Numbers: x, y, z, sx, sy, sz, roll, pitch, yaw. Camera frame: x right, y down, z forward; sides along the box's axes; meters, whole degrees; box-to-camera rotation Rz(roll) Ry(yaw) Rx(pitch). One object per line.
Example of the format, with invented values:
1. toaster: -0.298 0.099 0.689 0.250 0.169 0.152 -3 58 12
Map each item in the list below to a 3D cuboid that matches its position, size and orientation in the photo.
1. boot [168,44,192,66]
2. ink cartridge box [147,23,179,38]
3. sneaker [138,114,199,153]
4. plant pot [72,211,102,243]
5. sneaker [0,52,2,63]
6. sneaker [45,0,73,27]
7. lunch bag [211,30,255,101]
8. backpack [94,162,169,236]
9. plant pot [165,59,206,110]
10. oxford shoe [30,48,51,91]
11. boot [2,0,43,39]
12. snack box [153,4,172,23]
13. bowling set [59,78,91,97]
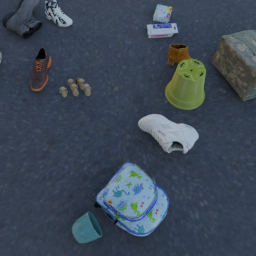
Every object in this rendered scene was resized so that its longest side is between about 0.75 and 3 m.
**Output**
1. boot: 2.406 -2.957 11.639 1.503 1.076 0.529 11 61 6
2. ink cartridge box: 1.601 -4.542 13.037 1.412 0.262 0.669 -5 60 0
3. sneaker: 1.242 0.202 9.737 2.223 0.832 1.107 17 56 28
4. plant pot: -1.265 3.027 8.368 0.660 0.822 0.822 -30 64 -1
5. sneaker: -6.399 -3.347 11.808 1.887 0.993 2.611 -20 71 1
6. sneaker: -3.313 -5.454 13.134 1.527 0.994 0.609 36 67 19
7. lunch bag: 5.361 -2.687 11.147 2.935 1.725 2.407 -16 58 -17
8. backpack: 0.210 2.197 8.450 1.965 1.444 1.798 38 70 15
9. plant pot: 2.305 -1.771 10.729 1.597 1.468 1.597 0 59 0
10. oxford shoe: -3.684 -2.429 11.534 0.711 0.724 1.997 0 60 0
11. boot: -4.580 -5.210 13.211 1.531 0.812 2.326 31 75 13
12. snack box: 1.679 -5.538 13.579 0.759 0.305 0.900 14 60 7
13. bowling set: -2.108 -1.748 11.173 1.249 0.670 0.869 -6 60 -4
